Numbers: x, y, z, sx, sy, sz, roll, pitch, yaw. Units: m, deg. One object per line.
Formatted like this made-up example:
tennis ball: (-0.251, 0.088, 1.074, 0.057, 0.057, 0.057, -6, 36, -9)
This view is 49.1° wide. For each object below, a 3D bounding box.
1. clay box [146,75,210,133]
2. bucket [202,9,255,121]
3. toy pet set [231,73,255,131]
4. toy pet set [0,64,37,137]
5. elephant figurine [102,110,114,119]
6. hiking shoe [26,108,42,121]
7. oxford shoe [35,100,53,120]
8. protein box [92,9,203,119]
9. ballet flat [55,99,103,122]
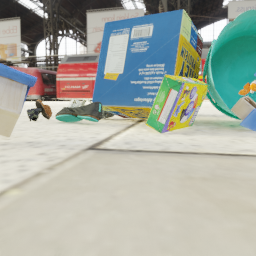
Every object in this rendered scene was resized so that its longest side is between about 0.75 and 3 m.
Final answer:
clay box: (1.328, -0.596, 6.814, 0.501, 1.210, 2.106, 31, 22, 28)
bucket: (3.637, -1.565, 7.841, 3.084, 3.084, 2.007, 1, 3, 9)
toy pet set: (2.941, -0.592, 6.161, 1.390, 1.297, 0.738, -17, 58, -46)
toy pet set: (-2.792, -0.924, 4.729, 2.267, 1.290, 2.429, 19, -43, -26)
elephant figurine: (-0.842, -0.791, 9.994, 0.631, 0.891, 0.691, -11, 5, -42)
hiking shoe: (-2.932, -0.414, 8.773, 0.301, 0.400, 0.794, 1, 9, 10)
oxford shoe: (-2.785, -0.679, 9.321, 0.352, 0.352, 0.988, 22, -24, 17)
protein box: (0.648, -1.797, 8.909, 2.774, 2.794, 1.885, 4, -7, 32)
ballet flat: (-1.414, -0.505, 8.301, 1.916, 0.655, 0.652, 2, -17, 40)
